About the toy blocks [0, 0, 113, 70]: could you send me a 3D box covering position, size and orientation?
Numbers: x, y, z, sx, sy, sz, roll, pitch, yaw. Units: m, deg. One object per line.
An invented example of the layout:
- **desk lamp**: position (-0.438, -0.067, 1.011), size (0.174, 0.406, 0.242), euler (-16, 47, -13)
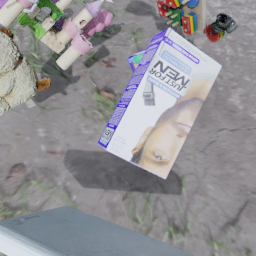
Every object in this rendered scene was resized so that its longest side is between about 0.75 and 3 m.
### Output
- **toy blocks**: position (-1.964, -3.452, 7.450), size (2.179, 2.420, 2.589), euler (-41, 47, 14)

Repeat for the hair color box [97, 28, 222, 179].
- **hair color box**: position (0.613, -0.447, 5.434), size (1.357, 0.805, 2.483), euler (28, 88, -19)

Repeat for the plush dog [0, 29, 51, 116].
- **plush dog**: position (-2.874, -1.449, 6.695), size (1.530, 1.638, 1.907), euler (-7, 49, 15)

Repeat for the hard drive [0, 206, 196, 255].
- **hard drive**: position (-0.458, 1.923, 4.373), size (2.852, 1.881, 0.375), euler (11, 90, 28)

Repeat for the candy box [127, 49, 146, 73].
- **candy box**: position (0.748, -1.401, 7.362), size (1.141, 1.350, 0.520), euler (-2, 31, 47)

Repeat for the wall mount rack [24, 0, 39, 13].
- **wall mount rack**: position (-2.553, -2.934, 5.612), size (1.520, 0.567, 1.320), euler (54, 24, 15)

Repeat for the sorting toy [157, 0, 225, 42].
- **sorting toy**: position (1.368, -3.237, 7.472), size (0.464, 1.322, 2.742), euler (-34, 47, -14)

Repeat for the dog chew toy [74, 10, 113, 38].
- **dog chew toy**: position (-1.117, -3.472, 9.179), size (1.307, 0.814, 0.814), euler (-24, 55, -12)

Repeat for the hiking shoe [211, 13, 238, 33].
- **hiking shoe**: position (2.089, -2.360, 6.200), size (0.322, 0.428, 0.850), euler (-37, 26, -2)
